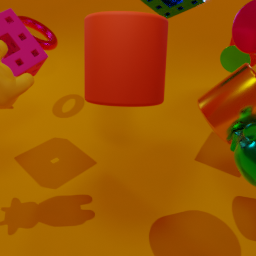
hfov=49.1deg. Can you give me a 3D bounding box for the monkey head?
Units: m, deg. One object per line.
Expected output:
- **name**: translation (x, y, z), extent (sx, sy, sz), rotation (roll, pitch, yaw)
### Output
- **monkey head**: translation (2.229, 0.395, 4.451), extent (1.086, 1.510, 0.910), rotation (-32, 16, 4)

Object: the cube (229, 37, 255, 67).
- **cube**: translation (3.906, -2.701, 8.926), extent (0.947, 0.947, 0.947), rotation (-37, 56, -27)

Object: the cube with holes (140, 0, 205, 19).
- **cube with holes**: translation (0.984, -3.323, 6.286), extent (1.060, 1.060, 1.060), rotation (-8, -14, 41)

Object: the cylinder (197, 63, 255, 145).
- **cylinder**: translation (2.005, -0.413, 5.064), extent (1.085, 1.085, 1.085), rotation (-38, 28, 25)

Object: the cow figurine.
- **cow figurine**: translation (-2.853, -0.907, 5.147), extent (1.678, 1.705, 0.936), rotation (-35, 20, 5)

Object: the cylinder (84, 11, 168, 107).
- **cylinder**: translation (-0.041, -1.046, 4.408), extent (1.276, 1.276, 1.276), rotation (2, 12, 0)

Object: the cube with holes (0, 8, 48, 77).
- **cube with holes**: translation (-2.929, -1.649, 6.516), extent (1.292, 1.292, 1.292), rotation (-44, 13, -30)

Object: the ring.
- **ring**: translation (-2.928, -2.993, 8.835), extent (1.517, 0.303, 1.517), rotation (29, 30, -19)

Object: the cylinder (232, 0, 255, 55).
- **cylinder**: translation (1.982, -1.395, 3.959), extent (0.714, 0.714, 0.714), rotation (-6, 34, -34)

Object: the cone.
- **cone**: translation (3.197, -2.127, 7.987), extent (0.843, 0.843, 0.846), rotation (23, 50, 28)
